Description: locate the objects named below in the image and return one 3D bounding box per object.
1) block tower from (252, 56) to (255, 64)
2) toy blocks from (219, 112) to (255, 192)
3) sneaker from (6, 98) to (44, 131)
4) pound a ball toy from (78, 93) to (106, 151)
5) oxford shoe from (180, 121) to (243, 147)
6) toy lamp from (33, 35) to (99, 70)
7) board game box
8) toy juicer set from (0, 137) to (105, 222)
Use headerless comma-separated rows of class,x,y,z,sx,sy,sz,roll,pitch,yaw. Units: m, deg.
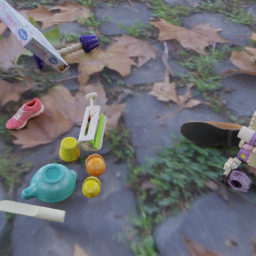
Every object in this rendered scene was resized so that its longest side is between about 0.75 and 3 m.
block tower,5.433,-2.448,11.043,0.350,0.327,1.209,-20,54,-14
toy blocks,4.038,0.676,7.429,1.953,2.168,2.320,32,55,29
sneaker,-3.494,-0.507,9.336,0.529,0.622,1.435,34,60,24
pound a ball toy,-1.194,-0.199,8.606,0.654,1.004,1.540,-6,53,18
oxford shoe,2.750,0.124,8.921,2.169,0.774,0.773,9,25,6
toy lamp,-2.439,-3.142,11.313,2.651,0.772,0.772,-24,56,-19
board game box,-3.323,-3.136,9.868,0.455,2.209,2.204,-42,67,5
toy juicer set,-1.757,1.619,7.575,1.876,0.803,2.950,25,45,14
